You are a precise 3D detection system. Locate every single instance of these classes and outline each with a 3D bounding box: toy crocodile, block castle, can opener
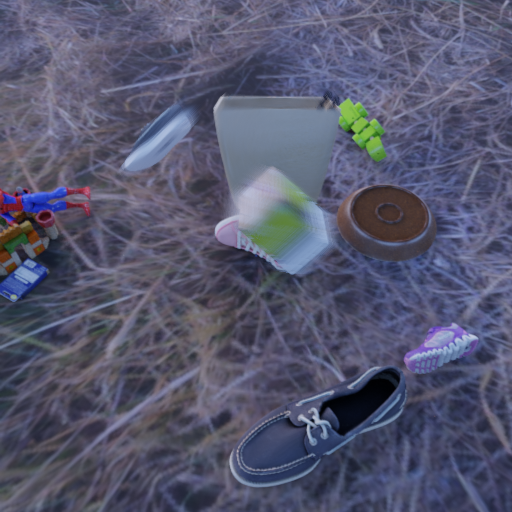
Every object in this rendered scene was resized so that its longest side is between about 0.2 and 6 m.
[{"bbox_3d":[2.544,-3.074,13.466,0.693,0.634,2.052,-40,49,15],"label":"toy crocodile"},{"bbox_3d":[-5.095,-0.481,11.287,1.256,0.882,1.880,38,61,25],"label":"block castle"},{"bbox_3d":[1.120,-2.481,9.919,0.373,1.176,0.463,26,60,-17],"label":"can opener"}]

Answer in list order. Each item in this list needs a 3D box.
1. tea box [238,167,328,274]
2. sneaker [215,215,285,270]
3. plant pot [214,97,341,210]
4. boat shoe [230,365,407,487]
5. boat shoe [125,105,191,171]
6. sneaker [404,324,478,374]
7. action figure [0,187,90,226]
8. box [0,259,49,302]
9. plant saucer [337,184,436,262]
[{"bbox_3d":[0.421,-0.584,8.927,1.200,0.815,1.220,41,22,-19],"label":"tea box"},{"bbox_3d":[0.152,-0.257,11.203,1.953,0.735,1.021,0,51,-3],"label":"sneaker"},{"bbox_3d":[0.347,-1.986,10.824,2.182,1.932,2.180,1,21,0],"label":"plant pot"},{"bbox_3d":[1.015,2.565,8.875,3.150,0.988,1.144,-21,55,-15],"label":"boat shoe"},{"bbox_3d":[-1.857,-2.132,10.153,0.566,1.579,0.535,-4,65,-54],"label":"boat shoe"},{"bbox_3d":[3.185,1.595,9.948,1.427,0.574,0.631,-17,48,-18],"label":"sneaker"},{"bbox_3d":[-4.528,-0.892,11.330,2.294,0.748,1.135,-2,44,-21],"label":"action figure"},{"bbox_3d":[-4.593,0.496,10.998,0.552,0.148,0.911,25,55,19],"label":"box"},{"bbox_3d":[2.789,-0.813,11.882,2.122,0.365,2.122,-1,53,1],"label":"plant saucer"}]
